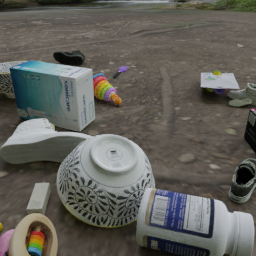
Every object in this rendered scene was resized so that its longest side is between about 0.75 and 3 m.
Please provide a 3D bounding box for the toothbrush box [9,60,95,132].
[{"bbox_3d":[-2.819,-1.273,10.686,2.887,2.113,1.231,12,31,21],"label":"toothbrush box"}]

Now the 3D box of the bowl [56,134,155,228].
[{"bbox_3d":[-0.430,0.959,6.829,2.545,1.194,2.545,8,44,-8],"label":"bowl"}]

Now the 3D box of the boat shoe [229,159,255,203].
[{"bbox_3d":[3.280,1.262,7.648,0.666,0.600,1.883,15,32,29],"label":"boat shoe"}]

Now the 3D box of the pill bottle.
[{"bbox_3d":[1.330,1.999,5.722,2.159,1.199,1.199,8,30,13],"label":"pill bottle"}]

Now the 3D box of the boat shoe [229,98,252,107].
[{"bbox_3d":[4.903,-1.068,12.261,0.944,0.319,0.339,-5,72,10],"label":"boat shoe"}]

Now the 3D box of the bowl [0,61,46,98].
[{"bbox_3d":[-5.114,-2.202,13.031,2.893,1.358,2.893,0,23,0],"label":"bowl"}]

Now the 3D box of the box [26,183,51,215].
[{"bbox_3d":[-2.215,1.795,7.001,0.389,0.323,0.946,-1,29,-2],"label":"box"}]

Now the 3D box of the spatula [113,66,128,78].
[{"bbox_3d":[-0.498,-3.236,16.218,0.510,0.185,1.804,8,30,17],"label":"spatula"}]

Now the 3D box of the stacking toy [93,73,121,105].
[{"bbox_3d":[-0.936,-1.589,12.633,1.033,1.092,1.882,-28,51,-36],"label":"stacking toy"}]

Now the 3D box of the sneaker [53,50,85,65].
[{"bbox_3d":[-3.741,-4.608,18.127,2.030,0.776,1.163,6,28,5],"label":"sneaker"}]

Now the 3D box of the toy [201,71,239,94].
[{"bbox_3d":[4.405,-2.133,13.736,1.648,0.676,2.862,4,28,13],"label":"toy"}]

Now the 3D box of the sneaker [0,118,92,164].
[{"bbox_3d":[-2.359,0.253,9.006,2.950,1.087,1.705,-1,32,0],"label":"sneaker"}]

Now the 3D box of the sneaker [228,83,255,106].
[{"bbox_3d":[5.271,-1.661,12.618,0.577,0.906,1.567,-29,38,-32],"label":"sneaker"}]

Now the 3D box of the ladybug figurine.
[{"bbox_3d":[-1.899,2.369,5.490,0.537,1.013,1.493,-40,21,16],"label":"ladybug figurine"}]

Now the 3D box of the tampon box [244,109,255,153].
[{"bbox_3d":[5.002,0.143,9.142,1.798,1.135,1.348,-1,29,-2],"label":"tampon box"}]

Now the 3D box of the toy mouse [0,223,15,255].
[{"bbox_3d":[-2.908,2.514,5.583,2.252,0.436,2.001,-9,30,-17],"label":"toy mouse"}]
